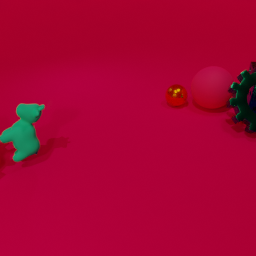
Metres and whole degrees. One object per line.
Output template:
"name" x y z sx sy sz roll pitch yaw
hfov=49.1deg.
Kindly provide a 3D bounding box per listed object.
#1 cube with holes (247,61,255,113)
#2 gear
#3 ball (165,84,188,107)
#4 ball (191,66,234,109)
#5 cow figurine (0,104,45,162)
"cube with holes" 4.558 -1.266 9.036 1.262 1.262 1.262 7 37 10
"gear" 3.785 -0.771 7.855 1.925 1.925 0.356 1 -9 2
"ball" 1.611 -1.087 9.339 0.742 0.742 0.742 0 32 0
"ball" 2.732 -1.307 9.073 1.354 1.354 1.354 0 32 0
"cow figurine" -2.360 0.059 6.618 1.221 1.241 0.681 -28 20 -7
